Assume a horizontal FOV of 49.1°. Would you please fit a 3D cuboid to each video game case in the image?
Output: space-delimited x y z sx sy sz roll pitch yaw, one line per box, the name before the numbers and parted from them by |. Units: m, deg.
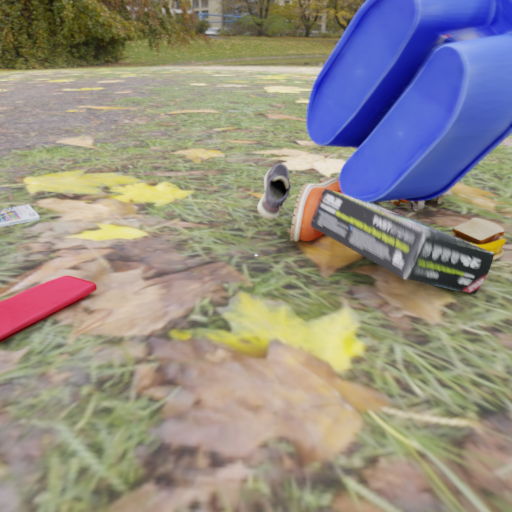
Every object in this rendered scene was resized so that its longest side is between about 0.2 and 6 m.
video game case | -5.515 -0.916 12.784 0.872 0.110 0.957 -15 29 -31

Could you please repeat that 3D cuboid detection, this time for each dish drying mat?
dish drying mat | -3.680 0.892 8.558 0.956 0.226 2.488 14 28 30

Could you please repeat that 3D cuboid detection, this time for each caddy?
caddy | 3.138 -3.035 10.921 2.444 4.656 3.292 -14 67 -33

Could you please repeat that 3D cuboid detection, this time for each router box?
router box | 2.450 -0.279 9.688 1.905 0.790 2.542 13 14 -35

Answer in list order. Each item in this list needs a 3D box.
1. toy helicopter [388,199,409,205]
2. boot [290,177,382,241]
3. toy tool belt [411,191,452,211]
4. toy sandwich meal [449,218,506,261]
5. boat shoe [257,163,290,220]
toy helicopter | 3.154 -1.612 13.304 1.048 0.693 0.413 4 -3 -23
boot | 1.723 -0.937 11.771 1.520 1.064 2.835 19 30 22
toy tool belt | 4.246 -1.811 13.556 1.147 1.166 1.867 -6 24 8
toy sandwich meal | 4.172 -0.305 10.905 1.444 0.495 1.444 0 24 0
boat shoe | 0.444 -1.381 11.227 0.578 0.521 1.608 30 44 -10
